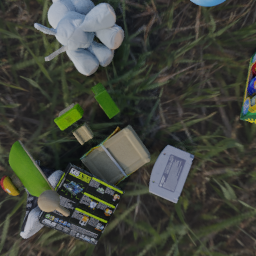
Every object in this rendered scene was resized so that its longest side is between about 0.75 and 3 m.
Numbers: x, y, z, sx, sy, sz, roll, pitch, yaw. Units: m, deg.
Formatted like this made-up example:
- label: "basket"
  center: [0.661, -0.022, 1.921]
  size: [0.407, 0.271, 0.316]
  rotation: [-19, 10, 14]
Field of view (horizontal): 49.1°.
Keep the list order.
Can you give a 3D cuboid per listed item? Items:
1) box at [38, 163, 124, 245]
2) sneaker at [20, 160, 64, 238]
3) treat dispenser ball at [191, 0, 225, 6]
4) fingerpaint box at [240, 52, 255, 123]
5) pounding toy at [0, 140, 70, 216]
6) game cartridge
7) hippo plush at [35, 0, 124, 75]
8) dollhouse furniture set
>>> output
- label: "box"
  center: [-1.231, 2.075, 7.590]
  size: [1.748, 0.415, 1.688]
  rotation: [30, 82, -20]
- label: "sneaker"
  center: [-2.661, 1.939, 7.880]
  size: [1.172, 0.777, 2.060]
  rotation: [27, 88, 19]
- label: "treat dispenser ball"
  center: [2.574, -4.781, 8.725]
  size: [1.824, 1.824, 1.824]
  rotation: [0, 78, 0]
- label: "fingerpaint box"
  center: [4.063, -1.387, 7.985]
  size: [0.808, 1.837, 2.202]
  rotation: [14, 79, 3]
- label: "pounding toy"
  center: [-1.702, 0.966, 4.675]
  size: [0.681, 1.132, 1.467]
  rotation: [-35, 68, -19]
- label: "game cartridge"
  center: [1.226, 1.307, 8.222]
  size: [0.994, 0.305, 1.493]
  rotation: [24, 79, 1]
- label: "hippo plush"
  center: [-1.595, -2.920, 8.599]
  size: [2.540, 2.024, 2.043]
  rotation: [-23, 49, -17]
- label: "dollhouse furniture set"
  center: [-0.718, 0.258, 8.284]
  size: [1.701, 1.303, 2.597]
  rotation: [-35, 109, -1]
